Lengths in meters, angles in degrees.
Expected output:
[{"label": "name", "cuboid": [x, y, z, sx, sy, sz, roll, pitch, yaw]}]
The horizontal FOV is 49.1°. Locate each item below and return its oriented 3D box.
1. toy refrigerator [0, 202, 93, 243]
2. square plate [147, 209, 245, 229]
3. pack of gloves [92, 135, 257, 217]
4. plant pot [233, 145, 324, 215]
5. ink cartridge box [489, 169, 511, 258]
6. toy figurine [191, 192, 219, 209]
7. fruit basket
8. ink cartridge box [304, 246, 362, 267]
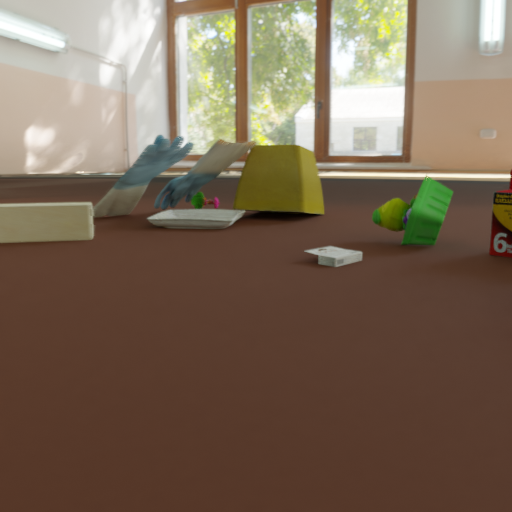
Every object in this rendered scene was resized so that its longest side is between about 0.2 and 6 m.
[{"label": "toy refrigerator", "cuboid": [-4.385, -0.697, 11.500, 1.956, 0.743, 0.684, -3, 11, -13]}, {"label": "square plate", "cuboid": [-1.414, -0.919, 13.866, 2.043, 0.293, 2.062, 1, 11, 8]}, {"label": "pack of gloves", "cuboid": [-2.365, -2.296, 14.941, 3.207, 0.753, 3.817, -11, -16, -45]}, {"label": "plant pot", "cuboid": [0.698, -2.080, 15.371, 2.015, 1.777, 2.015, 5, 3, 23]}, {"label": "ink cartridge box", "cuboid": [4.913, -0.684, 9.339, 1.721, 1.511, 0.722, 9, 14, 42]}, {"label": "toy figurine", "cuboid": [-1.509, -1.638, 17.179, 0.715, 0.583, 0.777, 5, 8, -35]}, {"label": "fruit basket", "cuboid": [3.015, -0.886, 11.044, 1.465, 1.057, 1.465, 2, 43, -2]}, {"label": "ink cartridge box", "cuboid": [1.274, 0.006, 9.297, 0.667, 0.169, 0.757, 12, 16, 43]}]
